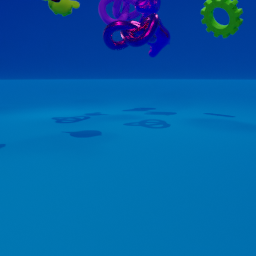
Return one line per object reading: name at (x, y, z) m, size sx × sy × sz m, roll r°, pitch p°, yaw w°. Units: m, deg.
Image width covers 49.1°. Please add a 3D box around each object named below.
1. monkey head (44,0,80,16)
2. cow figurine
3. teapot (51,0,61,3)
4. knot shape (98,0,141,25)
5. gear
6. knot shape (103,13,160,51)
monkey head at (-1.968, -3.744, 8.259) m, size 1.110 × 0.799 × 0.669 m, roll 11°, pitch -7°, yaw -10°
cow figurine at (0.803, -3.283, 8.775) m, size 1.712 × 1.684 × 0.940 m, roll 34°, pitch 40°, yaw -18°
teapot at (-1.782, -2.660, 5.022) m, size 1.321 × 0.647 × 0.821 m, roll 29°, pitch 40°, yaw -1°
knot shape at (-0.143, -4.151, 9.581) m, size 0.737 × 1.594 × 1.492 m, roll 43°, pitch 17°, yaw 33°
gear at (2.754, -3.290, 8.283) m, size 0.231 × 1.247 × 1.247 m, roll -44°, pitch 32°, yaw -24°
knot shape at (0.059, -2.324, 6.896) m, size 1.372 × 0.677 × 1.466 m, roll -13°, pitch 17°, yaw -2°
